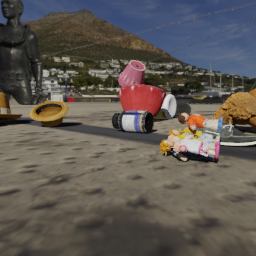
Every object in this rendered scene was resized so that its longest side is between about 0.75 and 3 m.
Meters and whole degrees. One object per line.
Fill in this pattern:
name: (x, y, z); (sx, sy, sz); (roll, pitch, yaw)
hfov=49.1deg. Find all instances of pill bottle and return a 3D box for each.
pill bottle: (1.367, -1.235, 15.872); (2.488, 1.359, 1.359); (4, 7, 32)
pill bottle: (0.141, -0.218, 9.309); (1.297, 0.725, 0.725); (4, 7, 32)

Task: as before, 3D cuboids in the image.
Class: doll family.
doll family: (1.206, 0.298, 5.453); (1.064, 0.773, 1.715); (9, 26, 17)

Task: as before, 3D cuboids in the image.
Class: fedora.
fedora: (-6.135, -0.933, 12.120); (2.991, 1.220, 2.991); (-3, -3, 0)
fedora: (-3.112, -0.505, 11.249); (1.591, 0.649, 1.591); (-5, 36, 3)

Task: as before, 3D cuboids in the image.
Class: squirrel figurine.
squirrel figurine: (3.870, -0.577, 9.339); (2.250, 1.592, 2.100); (2, -1, -13)

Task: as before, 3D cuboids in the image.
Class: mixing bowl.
mixing bowl: (0.637, -1.064, 13.301); (2.311, 1.252, 2.311); (5, -12, 1)

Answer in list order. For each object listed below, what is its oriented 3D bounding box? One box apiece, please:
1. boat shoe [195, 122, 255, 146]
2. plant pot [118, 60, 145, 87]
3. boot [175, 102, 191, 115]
boat shoe: (2.377, 0.137, 6.871); (1.698, 0.574, 0.610); (5, 6, 28)
plant pot: (0.304, -2.793, 14.673); (1.362, 1.219, 1.362); (12, 43, -12)
boot: (2.783, -1.294, 18.809); (2.887, 1.118, 1.997); (15, 5, 13)
